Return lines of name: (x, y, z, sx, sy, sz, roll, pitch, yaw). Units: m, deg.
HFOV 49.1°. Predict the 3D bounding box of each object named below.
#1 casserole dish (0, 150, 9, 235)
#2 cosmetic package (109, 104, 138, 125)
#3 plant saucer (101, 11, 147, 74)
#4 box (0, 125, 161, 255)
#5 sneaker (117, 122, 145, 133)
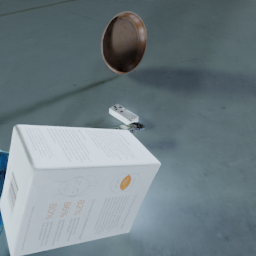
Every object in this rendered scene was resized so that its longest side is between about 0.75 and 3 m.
casserole dish: (-3.398, 1.520, 6.049, 1.810, 0.580, 2.989, 3, 34, -13)
cosmetic package: (-0.143, -0.422, 8.925, 0.931, 0.236, 0.384, 32, 49, 28)
plant saucer: (-0.193, -3.197, 10.600, 2.281, 2.281, 0.393, -32, 41, -30)
box: (-0.944, 1.083, 5.379, 2.454, 1.869, 1.305, 4, 28, -37)
sneaker: (0.083, 0.038, 8.113, 0.842, 0.305, 0.303, -9, 41, -20)
